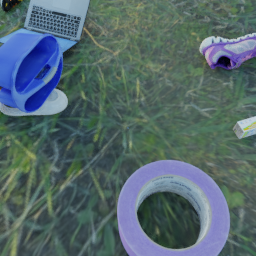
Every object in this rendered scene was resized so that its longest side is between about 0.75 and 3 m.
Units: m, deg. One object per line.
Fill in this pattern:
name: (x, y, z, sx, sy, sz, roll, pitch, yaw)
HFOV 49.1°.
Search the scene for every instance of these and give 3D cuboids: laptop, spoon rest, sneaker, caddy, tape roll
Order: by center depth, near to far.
tape roll: (1.028, 2.159, 6.829, 2.571, 1.092, 2.571, 0, 57, -1)
caddy: (-2.860, -1.686, 8.391, 1.375, 1.852, 2.620, 14, 53, 13)
spoon rest: (-3.053, -0.801, 9.161, 2.136, 0.647, 1.061, -10, 57, -22)
sneaker: (3.955, -2.657, 10.132, 2.566, 1.032, 1.134, -5, 63, 2)
laptop: (-3.134, -4.087, 10.587, 2.528, 1.565, 2.700, 17, 94, 10)
sneaker: (-5.027, -5.648, 12.303, 0.664, 0.516, 1.477, 6, 55, 8)

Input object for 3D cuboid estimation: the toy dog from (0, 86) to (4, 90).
toy dog: (-4.685, -1.402, 9.077, 1.892, 1.320, 1.835, -8, 65, -7)

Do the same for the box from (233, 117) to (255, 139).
box: (3.739, -0.023, 8.655, 0.770, 0.433, 0.390, -15, 58, -11)
